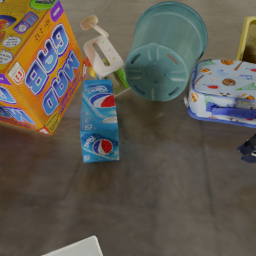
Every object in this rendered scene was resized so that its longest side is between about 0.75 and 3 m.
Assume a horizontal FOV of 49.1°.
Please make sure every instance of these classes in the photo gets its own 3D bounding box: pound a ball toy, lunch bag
[{"bbox_3d":[-0.904,-2.253,8.771,1.025,1.574,2.414,-27,48,-2],"label":"pound a ball toy"},{"bbox_3d":[2.959,-0.904,7.553,2.817,1.064,2.257,8,40,13],"label":"lunch bag"}]

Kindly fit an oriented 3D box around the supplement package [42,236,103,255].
[{"bbox_3d":[-0.565,2.095,2.332,1.145,1.958,1.149,-14,37,-19],"label":"supplement package"}]

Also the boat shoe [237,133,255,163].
[{"bbox_3d":[2.790,0.404,5.511,1.421,0.659,0.531,10,53,-27],"label":"boat shoe"}]

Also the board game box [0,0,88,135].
[{"bbox_3d":[-2.671,-1.513,6.755,2.222,2.221,2.220,13,62,18],"label":"board game box"}]

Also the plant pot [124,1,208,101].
[{"bbox_3d":[1.058,-2.203,8.514,2.442,2.442,2.392,10,43,14],"label":"plant pot"}]

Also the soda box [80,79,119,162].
[{"bbox_3d":[-0.699,-0.291,6.820,0.801,0.847,2.496,-4,34,-6],"label":"soda box"}]

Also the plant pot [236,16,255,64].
[{"bbox_3d":[4.839,-2.892,9.782,2.007,1.994,2.054,6,28,9],"label":"plant pot"}]
